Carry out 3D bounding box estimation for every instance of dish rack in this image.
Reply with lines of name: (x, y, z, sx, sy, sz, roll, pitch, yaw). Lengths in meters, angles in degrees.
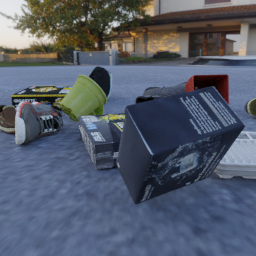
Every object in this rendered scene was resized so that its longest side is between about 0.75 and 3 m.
dish rack: (2.362, 0.544, 5.788, 1.741, 0.442, 2.029, 2, 15, 5)

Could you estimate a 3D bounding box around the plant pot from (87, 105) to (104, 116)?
plant pot: (-1.554, -0.762, 9.865, 1.075, 1.006, 1.006, -9, 12, 19)

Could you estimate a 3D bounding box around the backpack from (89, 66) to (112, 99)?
backpack: (-1.411, -2.115, 13.719, 1.560, 1.655, 2.029, 2, 6, -27)

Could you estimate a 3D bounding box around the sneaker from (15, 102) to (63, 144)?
sneaker: (-2.352, -0.235, 7.735, 1.063, 1.001, 2.597, 6, 16, -5)

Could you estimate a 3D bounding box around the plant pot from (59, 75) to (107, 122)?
plant pot: (-1.413, -0.799, 8.361, 1.170, 1.170, 1.076, 17, 58, 48)

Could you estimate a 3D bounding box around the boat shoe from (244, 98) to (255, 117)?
boat shoe: (4.868, -0.793, 10.287, 2.082, 0.744, 0.684, -11, 8, -33)

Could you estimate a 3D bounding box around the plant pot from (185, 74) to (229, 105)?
plant pot: (2.954, -1.295, 10.947, 1.441, 1.440, 1.270, -3, 5, -11)

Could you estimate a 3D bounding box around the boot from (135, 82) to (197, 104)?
boot: (1.853, -1.203, 11.563, 2.868, 1.001, 1.888, -7, 16, 14)

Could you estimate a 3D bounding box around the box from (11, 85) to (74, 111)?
box: (-3.401, -1.354, 12.212, 2.378, 0.735, 2.978, 0, 15, -4)

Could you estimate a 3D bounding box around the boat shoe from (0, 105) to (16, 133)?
boat shoe: (-3.631, -0.334, 8.501, 0.690, 0.691, 1.868, -13, 20, -39)

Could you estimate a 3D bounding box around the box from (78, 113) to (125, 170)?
box: (-0.037, 0.163, 6.829, 2.046, 0.623, 2.539, -7, 17, -14)

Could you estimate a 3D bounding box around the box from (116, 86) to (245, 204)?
box: (0.669, 0.278, 4.165, 1.439, 1.415, 0.845, -15, 55, -19)
